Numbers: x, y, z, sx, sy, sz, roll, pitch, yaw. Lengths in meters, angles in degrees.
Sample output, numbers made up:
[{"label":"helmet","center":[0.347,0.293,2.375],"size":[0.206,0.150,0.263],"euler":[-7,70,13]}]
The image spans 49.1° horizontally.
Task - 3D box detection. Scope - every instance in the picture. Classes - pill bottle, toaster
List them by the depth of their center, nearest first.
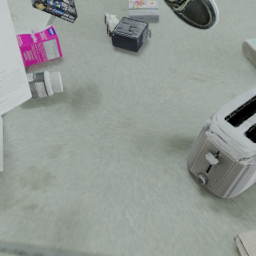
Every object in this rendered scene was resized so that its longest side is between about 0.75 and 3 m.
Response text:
[{"label":"toaster","center":[2.892,0.264,6.857],"size":[2.927,1.891,1.663],"euler":[-31,60,-20]},{"label":"pill bottle","center":[-2.768,-1.340,8.716],"size":[1.364,0.772,0.772],"euler":[-10,55,-8]}]

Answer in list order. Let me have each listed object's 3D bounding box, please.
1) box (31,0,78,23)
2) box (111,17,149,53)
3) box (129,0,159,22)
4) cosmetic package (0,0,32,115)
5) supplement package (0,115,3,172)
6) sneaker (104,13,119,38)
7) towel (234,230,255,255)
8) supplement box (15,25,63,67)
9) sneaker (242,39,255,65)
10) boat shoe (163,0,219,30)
[{"label":"box","center":[-1.959,-3.431,7.325],"size":[1.162,0.291,1.171],"euler":[6,58,-41]},{"label":"box","center":[0.075,-3.438,10.322],"size":[1.053,0.649,1.045],"euler":[20,56,14]},{"label":"box","center":[0.641,-5.029,11.693],"size":[1.232,0.325,1.581],"euler":[0,53,0]},{"label":"cosmetic package","center":[-2.187,-1.123,4.336],"size":[0.644,1.739,0.884],"euler":[4,28,20]},{"label":"supplement package","center":[-4.731,0.000,6.689],"size":[2.564,2.452,1.886],"euler":[-12,55,-9]},{"label":"sneaker","center":[-0.582,-3.990,10.861],"size":[0.550,0.510,1.358],"euler":[-2,54,-12]},{"label":"towel","center":[3.432,2.768,5.984],"size":[2.047,0.353,1.357],"euler":[-9,55,-7]},{"label":"supplement box","center":[-3.260,-2.831,9.758],"size":[1.687,0.872,0.854],"euler":[-20,55,-16]},{"label":"sneaker","center":[4.954,-2.452,9.485],"size":[1.246,0.777,2.112],"euler":[-15,53,-3]},{"label":"boat shoe","center":[1.015,-2.732,5.733],"size":[2.188,0.789,0.776],"euler":[35,37,-18]}]
